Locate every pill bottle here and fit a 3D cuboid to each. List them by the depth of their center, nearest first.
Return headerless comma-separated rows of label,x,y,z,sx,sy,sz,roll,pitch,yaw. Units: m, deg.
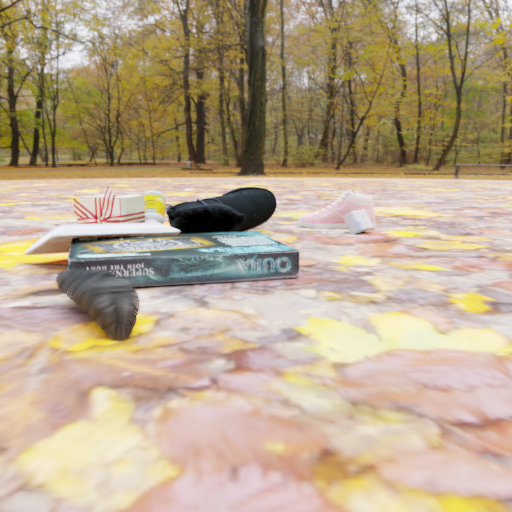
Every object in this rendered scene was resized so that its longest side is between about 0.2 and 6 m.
pill bottle,-2.695,-1.088,14.548,0.634,1.124,0.634,-1,-35,-1

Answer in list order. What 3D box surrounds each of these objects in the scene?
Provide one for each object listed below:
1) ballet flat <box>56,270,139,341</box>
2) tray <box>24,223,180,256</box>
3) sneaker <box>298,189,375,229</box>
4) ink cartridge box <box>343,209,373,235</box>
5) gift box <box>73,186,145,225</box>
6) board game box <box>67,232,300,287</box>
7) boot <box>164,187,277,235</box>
ballet flat,-2.147,0.549,7.316,0.802,0.685,2.413,0,5,-27
tray,-3.062,-0.380,11.304,2.773,0.307,1.489,-4,-11,-44
sneaker,2.337,-1.371,16.231,2.224,1.163,0.837,2,12,14
ink cartridge box,2.758,-0.917,15.127,0.327,0.567,0.781,-30,-11,37
gift box,-3.537,-0.984,13.492,1.309,1.419,1.325,-2,11,19
board game box,-1.420,0.019,10.257,3.826,0.539,2.588,-3,11,-15
boot,-0.797,-1.017,14.155,3.219,1.191,2.638,-9,10,-10
